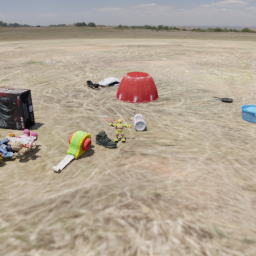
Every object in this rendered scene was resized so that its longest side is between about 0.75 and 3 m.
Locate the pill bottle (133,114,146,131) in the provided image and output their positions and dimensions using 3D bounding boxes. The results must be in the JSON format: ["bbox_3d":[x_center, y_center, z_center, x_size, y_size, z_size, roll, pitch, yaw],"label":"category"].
[{"bbox_3d":[0.448,-0.236,11.032,0.471,0.471,0.813,-1,23,-2],"label":"pill bottle"}]

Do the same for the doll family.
[{"bbox_3d":[-4.163,0.515,8.840,2.489,1.122,1.545,19,16,0],"label":"doll family"}]

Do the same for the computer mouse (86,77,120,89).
[{"bbox_3d":[-1.390,-2.833,17.279,2.145,0.470,1.176,-14,25,-29],"label":"computer mouse"}]

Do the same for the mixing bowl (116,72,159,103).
[{"bbox_3d":[0.510,-2.257,14.891,2.346,1.271,2.346,0,24,0],"label":"mixing bowl"}]

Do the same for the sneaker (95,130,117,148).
[{"bbox_3d":[-0.758,0.380,9.545,0.861,0.493,0.329,18,30,31],"label":"sneaker"}]

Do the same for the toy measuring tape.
[{"bbox_3d":[-1.669,0.590,8.626,0.719,0.719,1.956,9,28,21],"label":"toy measuring tape"}]

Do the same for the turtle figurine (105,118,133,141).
[{"bbox_3d":[-0.340,0.035,9.893,1.017,0.820,0.328,3,-1,-18],"label":"turtle figurine"}]

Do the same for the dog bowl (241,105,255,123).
[{"bbox_3d":[5.721,-0.504,11.661,1.974,0.489,1.100,14,26,29],"label":"dog bowl"}]

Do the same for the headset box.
[{"bbox_3d":[-4.801,-0.780,11.016,2.001,1.489,0.773,6,23,11],"label":"headset box"}]

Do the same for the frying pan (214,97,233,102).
[{"bbox_3d":[4.871,-1.448,14.363,0.990,0.161,0.599,3,22,12],"label":"frying pan"}]
